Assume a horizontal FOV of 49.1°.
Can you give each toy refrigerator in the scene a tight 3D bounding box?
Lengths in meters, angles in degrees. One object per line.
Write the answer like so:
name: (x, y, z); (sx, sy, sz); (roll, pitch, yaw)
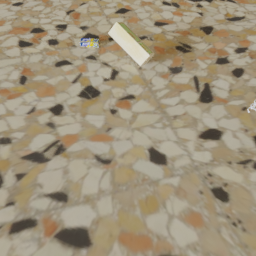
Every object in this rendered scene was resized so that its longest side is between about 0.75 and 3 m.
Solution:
toy refrigerator: (0.149, -3.124, 10.299); (1.706, 0.597, 0.648); (46, 29, 2)

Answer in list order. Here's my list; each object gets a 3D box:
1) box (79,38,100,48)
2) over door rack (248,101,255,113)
box: (-1.571, -3.482, 11.453); (0.785, 0.275, 0.252); (4, 54, 5)
over door rack: (3.902, -0.479, 7.799); (0.943, 0.697, 0.314); (13, 77, 10)
